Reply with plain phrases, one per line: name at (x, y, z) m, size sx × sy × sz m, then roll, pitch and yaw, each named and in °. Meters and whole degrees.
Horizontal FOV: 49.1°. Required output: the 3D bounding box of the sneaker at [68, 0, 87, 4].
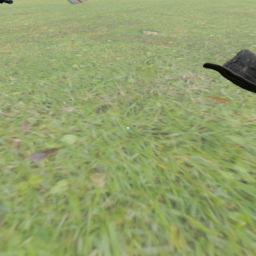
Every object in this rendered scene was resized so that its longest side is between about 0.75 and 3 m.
sneaker at (-0.958, -3.533, 6.509) m, size 1.492 × 0.584 × 0.576 m, roll -56°, pitch 42°, yaw -1°

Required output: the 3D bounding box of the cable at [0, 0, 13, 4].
cable at (-3.974, -3.912, 8.386) m, size 0.845 × 0.263 × 1.035 m, roll 19°, pitch 9°, yaw 8°

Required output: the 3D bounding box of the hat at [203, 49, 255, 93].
hat at (2.743, -1.399, 6.557) m, size 1.908 × 0.770 × 1.908 m, roll 25°, pitch 13°, yaw -6°
